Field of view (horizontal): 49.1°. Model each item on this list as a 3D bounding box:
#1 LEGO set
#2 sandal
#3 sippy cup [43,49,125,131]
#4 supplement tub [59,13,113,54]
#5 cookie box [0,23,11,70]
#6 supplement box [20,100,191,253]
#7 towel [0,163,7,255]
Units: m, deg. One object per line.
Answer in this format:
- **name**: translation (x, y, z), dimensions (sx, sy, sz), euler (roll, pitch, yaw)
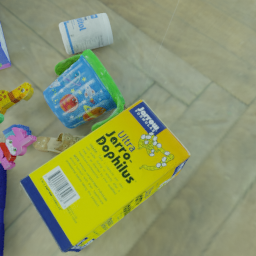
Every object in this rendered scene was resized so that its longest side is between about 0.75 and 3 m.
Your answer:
- **LEGO set**: translation (-2.832, -0.536, 6.780), dimensions (1.169, 1.087, 2.849), euler (-32, 80, 3)
- **sandal**: translation (-1.642, 0.353, 6.925), dimensions (1.500, 0.493, 0.550), euler (1, 67, 0)
- **sippy cup**: translation (-1.148, -0.839, 6.953), dimensions (1.559, 2.128, 1.671), euler (-34, 115, -3)
- **supplement tub**: translation (-1.200, -2.700, 8.031), dimensions (1.371, 0.905, 0.905), euler (-17, 68, -6)
- **cookie box**: translation (-4.692, -2.620, 7.975), dimensions (2.076, 0.912, 2.427), euler (-19, 68, -8)
- **supplement box**: translation (-0.403, 1.056, 6.011), dimensions (2.953, 1.607, 1.617), euler (-35, 71, -14)
- **towel**: translation (-3.579, 1.922, 6.273), dimensions (1.650, 0.553, 2.234), euler (-4, 66, -9)
